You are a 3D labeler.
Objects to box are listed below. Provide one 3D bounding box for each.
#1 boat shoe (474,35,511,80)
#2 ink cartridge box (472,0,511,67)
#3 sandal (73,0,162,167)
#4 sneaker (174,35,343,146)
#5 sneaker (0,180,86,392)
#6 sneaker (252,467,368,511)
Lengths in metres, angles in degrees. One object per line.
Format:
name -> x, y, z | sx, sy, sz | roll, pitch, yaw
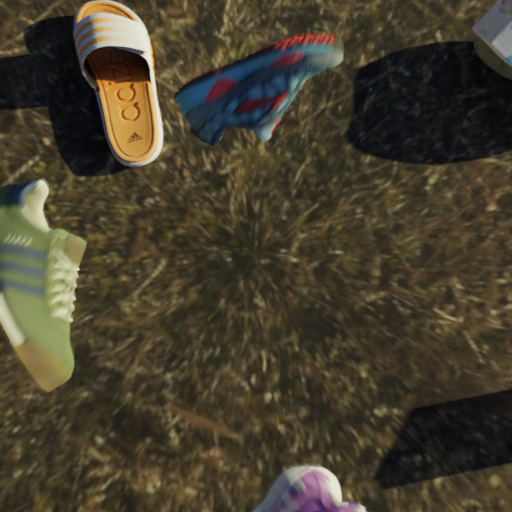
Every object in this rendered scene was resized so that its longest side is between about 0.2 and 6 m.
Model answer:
boat shoe -> 4.952, -3.201, 9.799 | 0.780, 0.910, 2.488 | -36, 74, -1
ink cartridge box -> 3.523, -3.074, 7.237 | 0.688, 0.670, 1.071 | 31, 119, -24
sandal -> -2.377, -3.255, 9.782 | 1.304, 0.975, 3.404 | -17, 76, -4
sneaker -> 0.102, -1.712, 5.945 | 1.842, 0.731, 0.880 | -15, 113, 23
sneaker -> -2.506, 0.171, 6.566 | 1.161, 0.867, 2.586 | -29, 72, -12
sneaker -> 0.765, 2.891, 5.927 | 1.493, 2.618, 0.949 | -19, 82, 24
